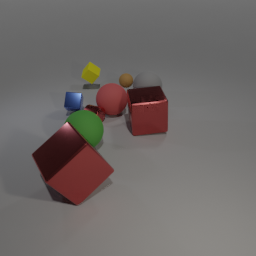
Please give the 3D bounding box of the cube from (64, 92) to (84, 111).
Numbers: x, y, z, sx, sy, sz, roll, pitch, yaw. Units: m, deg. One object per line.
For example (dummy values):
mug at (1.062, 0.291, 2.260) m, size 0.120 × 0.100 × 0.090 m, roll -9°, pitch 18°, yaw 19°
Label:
cube at (-2.382, -1.146, 12.374) m, size 0.700 × 0.700 × 0.700 m, roll 6°, pitch -9°, yaw -2°

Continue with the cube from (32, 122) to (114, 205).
cube at (-1.524, 0.964, 7.753) m, size 1.400 × 1.400 × 1.400 m, roll -43°, pitch 41°, yaw -7°

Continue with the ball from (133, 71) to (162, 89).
ball at (0.927, -2.000, 13.310) m, size 1.400 × 1.400 × 1.400 m, roll 0°, pitch 29°, yaw 0°

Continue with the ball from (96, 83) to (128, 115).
ball at (-0.708, -1.265, 12.326) m, size 1.400 × 1.400 × 1.400 m, roll 0°, pitch 29°, yaw 0°

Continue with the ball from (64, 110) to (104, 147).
ball at (-1.555, 0.071, 9.836) m, size 1.400 × 1.400 × 1.400 m, roll 0°, pitch 29°, yaw 0°

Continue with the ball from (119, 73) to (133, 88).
ball at (-0.094, -2.297, 13.575) m, size 0.700 × 0.700 × 0.700 m, roll 0°, pitch 29°, yaw 0°

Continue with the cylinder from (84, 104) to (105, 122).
cylinder at (-1.422, -0.593, 11.833) m, size 0.700 × 0.700 × 0.700 m, roll 14°, pitch 32°, yaw 23°

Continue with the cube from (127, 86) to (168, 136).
cube at (0.755, -0.704, 11.113) m, size 1.400 × 1.400 × 1.400 m, roll -7°, pitch 33°, yaw -3°

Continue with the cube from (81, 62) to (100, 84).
cube at (-1.965, -2.919, 14.859) m, size 0.700 × 0.700 × 0.700 m, roll 30°, pitch 39°, yaw -26°
